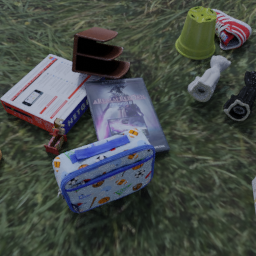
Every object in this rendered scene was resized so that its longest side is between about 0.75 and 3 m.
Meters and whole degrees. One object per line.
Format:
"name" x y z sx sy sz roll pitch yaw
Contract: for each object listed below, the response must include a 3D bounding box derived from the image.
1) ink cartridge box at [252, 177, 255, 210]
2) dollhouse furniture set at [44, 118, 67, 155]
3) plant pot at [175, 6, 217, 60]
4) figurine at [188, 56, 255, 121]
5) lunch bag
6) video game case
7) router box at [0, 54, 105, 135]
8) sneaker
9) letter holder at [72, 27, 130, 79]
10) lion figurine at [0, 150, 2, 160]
"ink cartridge box" 3.706 1.713 7.105 0.758 0.761 1.037 7 52 5
"dollhouse furniture set" -2.128 0.223 8.068 0.440 1.082 0.582 18 53 9
"plant pot" 2.735 -3.761 10.870 1.623 1.492 1.623 0 53 0
"figurine" 3.360 -1.517 9.320 2.113 0.909 2.061 31 58 14
"lunch bag" -0.564 1.059 6.831 2.485 1.992 0.939 -21 54 -16
"video game case" -0.093 -0.370 8.612 2.007 0.266 2.809 -8 61 -18
"router box" -2.425 -1.191 9.415 2.350 0.640 2.619 24 56 17
"sneaker" 3.722 -4.056 11.495 2.425 0.864 1.364 27 54 17
"letter holder" -0.728 -2.606 9.586 1.662 1.176 2.338 12 26 4
"lion figurine" -4.157 1.106 7.470 1.664 0.985 2.717 21 50 3
